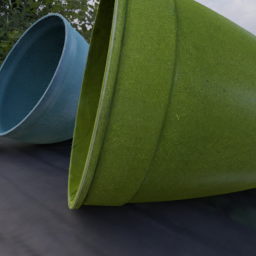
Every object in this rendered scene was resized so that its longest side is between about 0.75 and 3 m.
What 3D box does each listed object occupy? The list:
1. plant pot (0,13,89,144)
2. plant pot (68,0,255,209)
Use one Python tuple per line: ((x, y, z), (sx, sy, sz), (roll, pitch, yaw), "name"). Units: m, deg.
((-1.662, -0.862, 6.697), (2.938, 2.938, 1.969), (13, -12, 46), "plant pot")
((0.838, -0.263, 3.867), (2.846, 2.956, 2.956), (10, 9, -13), "plant pot")
